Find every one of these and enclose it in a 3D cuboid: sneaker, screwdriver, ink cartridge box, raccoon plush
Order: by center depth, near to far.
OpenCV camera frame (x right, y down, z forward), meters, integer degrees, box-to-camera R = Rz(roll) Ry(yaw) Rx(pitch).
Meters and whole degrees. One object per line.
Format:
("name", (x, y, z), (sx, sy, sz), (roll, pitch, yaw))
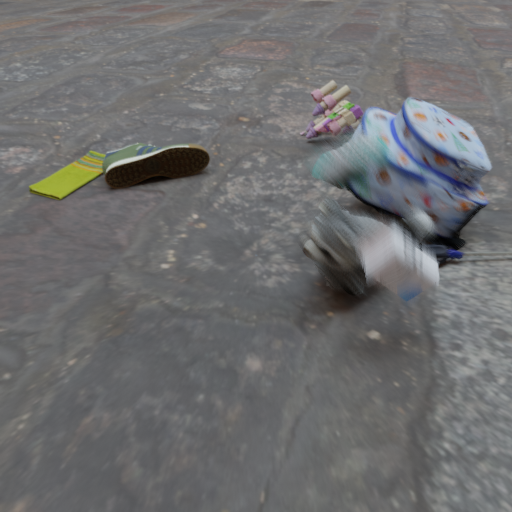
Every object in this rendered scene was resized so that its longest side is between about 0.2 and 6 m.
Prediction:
("ink cartridge box", (1.928, 0.107, 7.781), (1.068, 0.620, 0.362), (33, 40, -16))
("raccoon plush", (1.809, -0.535, 9.036), (2.503, 1.677, 1.211), (-39, 63, -20))
("sneaker", (1.740, -1.587, 9.709), (1.618, 0.738, 0.628), (-12, 53, 55))
("screwdriver", (4.013, 0.020, 10.372), (2.766, 0.402, 0.386), (4, 3, -6))
("sneaker", (-2.464, -2.370, 13.388), (2.499, 0.838, 1.122), (-15, 41, -16))

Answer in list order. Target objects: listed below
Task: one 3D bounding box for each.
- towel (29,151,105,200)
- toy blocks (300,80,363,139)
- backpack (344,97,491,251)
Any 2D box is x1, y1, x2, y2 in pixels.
("towel", (-4.295, -1.959, 13.385), (0.955, 0.200, 2.219), (14, 36, 21))
("toy blocks", (2.023, -3.486, 14.988), (1.511, 1.795, 1.677), (-35, 23, 6))
("backpack", (3.036, -1.777, 10.933), (2.616, 2.116, 2.747), (15, 36, -8))
